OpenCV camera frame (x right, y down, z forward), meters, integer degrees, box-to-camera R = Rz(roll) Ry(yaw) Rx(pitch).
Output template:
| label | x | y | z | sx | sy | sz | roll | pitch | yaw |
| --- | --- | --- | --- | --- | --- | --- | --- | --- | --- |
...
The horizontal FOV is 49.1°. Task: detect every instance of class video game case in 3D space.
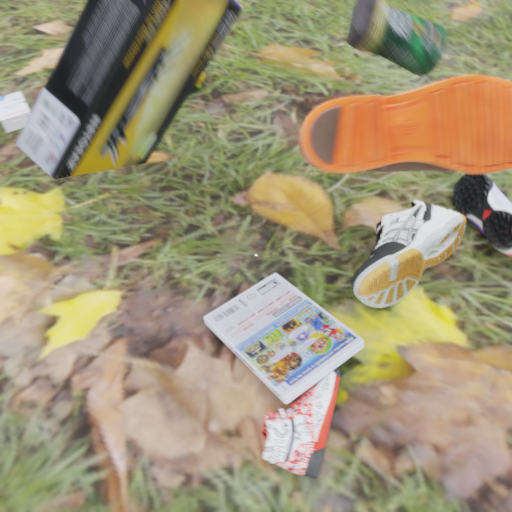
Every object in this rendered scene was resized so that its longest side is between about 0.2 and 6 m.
| label | x | y | z | sx | sy | sz | roll | pitch | yaw |
| --- | --- | --- | --- | --- | --- | --- | --- | --- | --- |
| video game case | 0.384 | 1.218 | 9.000 | 1.579 | 0.199 | 2.205 | -30 | 43 | -23 |

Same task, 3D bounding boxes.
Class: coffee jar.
| label | x | y | z | sx | sy | sz | roll | pitch | yaw |
| --- | --- | --- | --- | --- | --- | --- | --- | --- | --- |
| coffee jar | 2.044 | -3.252 | 8.276 | 1.426 | 0.608 | 0.743 | 16 | 75 | -15 |

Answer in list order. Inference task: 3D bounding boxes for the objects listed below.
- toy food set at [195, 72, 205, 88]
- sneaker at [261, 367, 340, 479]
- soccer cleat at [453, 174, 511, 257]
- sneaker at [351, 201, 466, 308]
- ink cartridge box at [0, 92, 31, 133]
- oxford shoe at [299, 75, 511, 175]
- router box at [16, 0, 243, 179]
| label | x | y | z | sx | sy | sz | roll | pitch | yaw |
| --- | --- | --- | --- | --- | --- | --- | --- | --- | --- |
| toy food set | -2.161 | -4.109 | 13.461 | 2.353 | 0.769 | 1.384 | -29 | 32 | -24 |
| sneaker | 0.642 | 2.270 | 8.201 | 0.936 | 0.583 | 1.746 | 14 | 55 | 8 |
| soccer cleat | 4.561 | -0.757 | 10.680 | 0.896 | 0.835 | 2.448 | 29 | 27 | -28 |
| sneaker | 2.476 | -0.093 | 9.998 | 2.812 | 1.063 | 1.232 | -30 | 48 | -32 |
| ink cartridge box | -5.613 | -3.327 | 12.940 | 0.673 | 0.395 | 0.919 | -24 | 55 | -17 |
| oxford shoe | 2.158 | -1.613 | 7.191 | 3.250 | 1.159 | 1.185 | 0 | 6 | -1 |
| router box | -2.041 | -3.092 | 9.445 | 0.945 | 3.617 | 2.844 | 41 | 25 | 6 |
